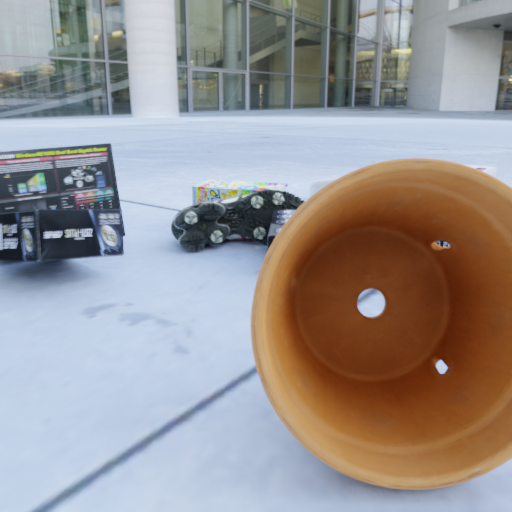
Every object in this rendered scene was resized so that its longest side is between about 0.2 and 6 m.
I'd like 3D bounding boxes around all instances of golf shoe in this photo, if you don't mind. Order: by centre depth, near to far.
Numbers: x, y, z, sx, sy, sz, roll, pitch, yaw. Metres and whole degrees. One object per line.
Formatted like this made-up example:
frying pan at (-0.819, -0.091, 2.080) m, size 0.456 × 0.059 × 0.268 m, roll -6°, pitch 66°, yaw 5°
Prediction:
golf shoe at (-0.302, -0.748, 10.625) m, size 2.682 × 1.035 × 1.181 m, roll -5°, pitch 11°, yaw -17°

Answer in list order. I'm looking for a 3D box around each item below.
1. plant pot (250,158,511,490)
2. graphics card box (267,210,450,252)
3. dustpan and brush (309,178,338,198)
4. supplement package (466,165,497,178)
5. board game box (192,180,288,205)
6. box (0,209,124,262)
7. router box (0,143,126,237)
plant pot at (1.148, 0.496, 4.857) m, size 2.414 × 2.414 × 1.689 m, roll 0°, pitch 0°, yaw -1°
graphics card box at (1.691, -0.226, 9.311) m, size 2.974 × 0.756 × 1.866 m, roll 1°, pitch 18°, yaw 5°
dustpan and brush at (1.749, -1.441, 13.481) m, size 1.978 × 0.811 × 2.834 m, roll 1°, pitch 7°, yaw 42°
supplement package at (3.397, -1.000, 10.610) m, size 1.841 × 1.434 × 1.021 m, roll 14°, pitch 22°, yaw 39°
board game box at (-0.320, -1.025, 11.573) m, size 1.789 × 0.921 × 0.938 m, roll 5°, pitch 18°, yaw 15°
box at (-3.136, -0.320, 8.669) m, size 1.721 × 0.741 × 1.410 m, roll 0°, pitch 4°, yaw 41°
router box at (-3.654, -1.031, 10.008) m, size 2.363 × 1.770 × 0.734 m, roll -13°, pitch 12°, yaw -37°
